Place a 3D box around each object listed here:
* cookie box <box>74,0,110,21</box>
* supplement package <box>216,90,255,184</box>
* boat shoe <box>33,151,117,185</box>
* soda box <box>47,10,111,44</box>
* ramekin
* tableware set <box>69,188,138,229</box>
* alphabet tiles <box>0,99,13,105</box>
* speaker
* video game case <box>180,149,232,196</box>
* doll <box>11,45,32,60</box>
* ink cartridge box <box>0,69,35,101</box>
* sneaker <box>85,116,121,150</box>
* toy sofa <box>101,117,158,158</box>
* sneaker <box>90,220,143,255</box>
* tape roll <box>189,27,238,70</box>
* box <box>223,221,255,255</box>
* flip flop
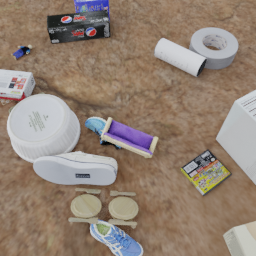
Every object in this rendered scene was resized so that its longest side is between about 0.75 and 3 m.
[{"bbox_3d":[-1.777,-5.878,13.979,1.635,1.398,0.614,-10,60,-7],"label":"cookie box"},{"bbox_3d":[4.729,0.313,9.348,1.855,2.412,2.522,-26,61,-16],"label":"supplement package"},{"bbox_3d":[-1.765,1.285,9.715,2.859,1.014,0.998,2,29,6],"label":"boat shoe"},{"bbox_3d":[-2.372,-4.934,13.629,2.959,0.937,1.047,-8,56,-6],"label":"soda box"},{"bbox_3d":[-3.120,-0.081,10.243,2.603,1.212,2.603,0,60,0],"label":"ramekin"},{"bbox_3d":[-0.747,2.635,8.961,2.141,0.429,1.415,5,31,-3],"label":"tableware set"},{"bbox_3d":[-5.253,-1.352,11.856,0.751,0.034,0.898,-31,62,-19],"label":"alphabet tiles"},{"bbox_3d":[2.326,-3.144,12.493,2.252,0.915,0.915,31,62,19],"label":"speaker"},{"bbox_3d":[2.754,1.546,9.898,1.352,0.172,1.222,-30,62,-19],"label":"video game case"},{"bbox_3d":[-4.977,-3.629,13.199,0.714,0.254,1.047,40,66,22],"label":"doll"},{"bbox_3d":[-4.918,-1.648,11.610,1.646,0.690,1.445,7,56,2],"label":"ink cartridge box"},{"bbox_3d":[-0.904,0.210,10.464,1.801,0.706,0.810,27,64,16],"label":"sneaker"},{"bbox_3d":[0.057,0.347,9.861,1.909,0.931,0.791,23,76,-4],"label":"toy sofa"},{"bbox_3d":[-0.389,3.359,8.411,1.814,0.699,0.687,24,58,13],"label":"sneaker"},{"bbox_3d":[3.930,-3.703,12.979,2.121,0.701,2.121,0,57,1],"label":"tape roll"},{"bbox_3d":[3.679,3.933,7.812,0.906,1.107,2.331,-12,59,-9],"label":"box"},{"bbox_3d":[-4.073,-0.995,11.365,1.612,0.464,0.654,-26,61,-16],"label":"flip flop"}]
